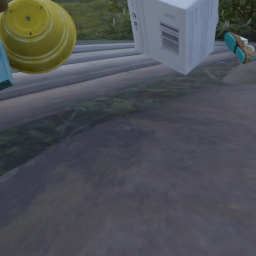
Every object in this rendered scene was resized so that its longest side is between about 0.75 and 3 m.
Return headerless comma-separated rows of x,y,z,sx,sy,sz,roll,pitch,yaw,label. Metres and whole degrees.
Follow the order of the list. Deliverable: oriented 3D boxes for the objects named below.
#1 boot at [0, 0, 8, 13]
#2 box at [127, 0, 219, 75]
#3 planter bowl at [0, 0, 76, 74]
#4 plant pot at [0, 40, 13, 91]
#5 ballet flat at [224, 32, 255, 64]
-4.065,-3.306,7.914,0.928,0.432,1.199,-2,39,31,boot
1.450,-3.555,9.235,1.634,2.487,2.500,-42,57,-19,box
-3.008,-3.148,8.706,2.705,2.705,1.127,-3,-9,-7,planter bowl
-3.766,-1.789,7.413,1.138,1.610,1.138,-27,2,-13,plant pot
3.147,-2.246,7.747,0.495,0.464,1.368,-8,43,-4,ballet flat
